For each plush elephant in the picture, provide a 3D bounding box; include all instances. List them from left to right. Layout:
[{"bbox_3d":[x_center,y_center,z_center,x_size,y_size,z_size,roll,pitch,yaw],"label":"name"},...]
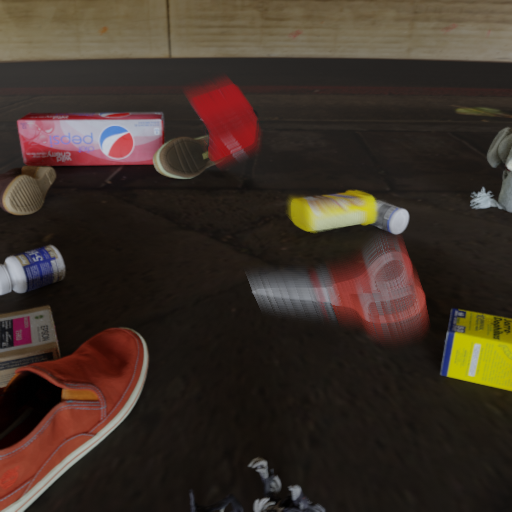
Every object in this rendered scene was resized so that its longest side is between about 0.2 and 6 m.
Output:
[{"bbox_3d":[5.295,-1.726,10.852,2.121,1.642,1.747,1,24,2],"label":"plush elephant"}]

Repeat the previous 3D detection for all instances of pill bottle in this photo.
[{"bbox_3d":[-3.204,0.218,7.836,0.895,0.536,0.536,-22,32,-40],"label":"pill bottle"},{"bbox_3d":[2.270,-0.727,10.048,0.469,0.469,0.825,-16,30,-33],"label":"pill bottle"}]

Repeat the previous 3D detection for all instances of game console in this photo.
[{"bbox_3d":[-0.529,-2.134,8.994,1.000,0.862,0.594,-31,54,-35],"label":"game console"}]

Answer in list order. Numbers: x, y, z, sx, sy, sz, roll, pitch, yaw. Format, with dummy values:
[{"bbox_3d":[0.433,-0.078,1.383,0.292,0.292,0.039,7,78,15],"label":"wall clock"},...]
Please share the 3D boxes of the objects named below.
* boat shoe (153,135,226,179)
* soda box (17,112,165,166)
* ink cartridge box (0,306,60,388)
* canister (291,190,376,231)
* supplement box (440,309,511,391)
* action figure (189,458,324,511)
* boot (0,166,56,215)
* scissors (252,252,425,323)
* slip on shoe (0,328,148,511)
[{"bbox_3d":[-1.731,-2.338,13.407,1.011,0.952,2.656,-3,12,29],"label":"boat shoe"},{"bbox_3d":[-4.087,-2.987,14.241,3.470,1.215,1.100,-3,24,-7],"label":"soda box"},{"bbox_3d":[-2.668,1.003,6.238,0.856,0.390,1.039,-11,25,-21],"label":"ink cartridge box"},{"bbox_3d":[1.327,-0.790,9.810,1.240,0.537,0.921,-9,17,-16],"label":"canister"},{"bbox_3d":[2.561,1.015,5.986,1.033,0.565,0.562,10,26,19],"label":"supplement box"},{"bbox_3d":[0.030,1.869,4.150,1.018,0.519,0.605,-6,14,-9],"label":"action figure"},{"bbox_3d":[-5.115,-1.205,11.151,1.737,0.756,2.088,-10,24,7],"label":"boot"},{"bbox_3d":[0.610,0.363,4.619,1.533,0.561,0.107,-15,-24,28],"label":"scissors"},{"bbox_3d":[-1.806,1.295,5.082,0.971,0.802,2.622,7,23,20],"label":"slip on shoe"}]
